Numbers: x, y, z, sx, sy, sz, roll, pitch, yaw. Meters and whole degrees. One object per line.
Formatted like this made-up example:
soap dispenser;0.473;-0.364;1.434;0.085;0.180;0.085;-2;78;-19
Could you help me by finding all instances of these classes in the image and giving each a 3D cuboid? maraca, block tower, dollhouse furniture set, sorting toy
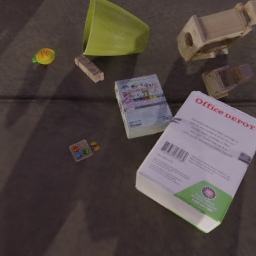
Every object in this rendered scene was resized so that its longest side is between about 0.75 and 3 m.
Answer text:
maraca;-2.954;-2.499;9.784;0.925;0.495;0.634;5;54;28
block tower;-1.341;-2.053;9.577;0.355;0.332;1.229;-38;65;-20
dollhouse furniture set;3.637;-2.560;9.549;2.982;1.658;2.638;-18;85;-11
sorting toy;-1.256;0.587;8.101;0.774;0.104;0.577;-26;62;-15

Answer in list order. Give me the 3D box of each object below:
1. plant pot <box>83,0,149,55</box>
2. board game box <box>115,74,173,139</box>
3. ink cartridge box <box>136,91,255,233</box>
plant pot;-0.378;-3.264;9.602;2.021;1.891;1.891;8;57;-18
board game box;0.449;-0.700;8.608;1.357;0.591;1.839;-11;61;-7
ink cartridge box;1.883;0.764;7.316;2.154;1.244;2.960;30;63;17
